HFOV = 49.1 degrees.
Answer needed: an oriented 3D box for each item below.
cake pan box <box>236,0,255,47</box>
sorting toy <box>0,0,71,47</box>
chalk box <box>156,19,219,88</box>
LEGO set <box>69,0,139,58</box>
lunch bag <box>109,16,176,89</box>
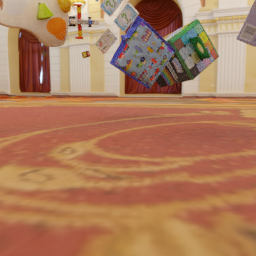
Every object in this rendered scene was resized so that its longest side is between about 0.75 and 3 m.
[{"bbox_3d":[4.048,-2.766,6.968,1.931,2.097,0.548,28,47,15],"label":"cake pan box"},{"bbox_3d":[-2.537,-2.962,6.387,1.143,2.140,1.927,-40,-6,39],"label":"sorting toy"},{"bbox_3d":[2.130,-2.855,10.777,1.703,1.715,2.748,-41,17,-22],"label":"chalk box"},{"bbox_3d":[-0.937,-2.956,7.832,2.079,1.553,0.510,-42,2,31],"label":"LEGO set"},{"bbox_3d":[0.356,-2.244,8.394,0.940,1.504,1.998,39,10,28],"label":"lunch bag"}]
